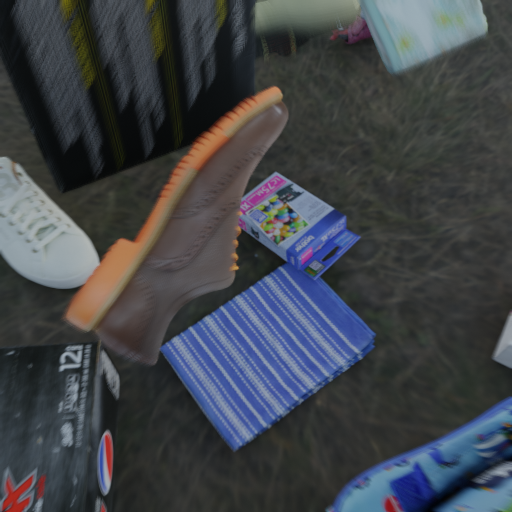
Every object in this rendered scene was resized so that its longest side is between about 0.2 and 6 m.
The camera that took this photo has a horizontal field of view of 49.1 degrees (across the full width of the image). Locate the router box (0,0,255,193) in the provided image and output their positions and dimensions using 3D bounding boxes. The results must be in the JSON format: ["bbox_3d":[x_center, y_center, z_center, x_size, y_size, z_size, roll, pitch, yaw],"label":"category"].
[{"bbox_3d":[-1.517,-2.858,6.520,3.017,4.044,1.033,-24,59,-17],"label":"router box"}]

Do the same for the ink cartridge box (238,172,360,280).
[{"bbox_3d":[0.553,-0.490,8.344,1.049,0.369,1.758,-40,59,-20],"label":"ink cartridge box"}]

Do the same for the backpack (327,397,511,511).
[{"bbox_3d":[2.271,2.640,4.579,3.501,3.834,2.580,-23,62,-12],"label":"backpack"}]

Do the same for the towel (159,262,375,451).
[{"bbox_3d":[0.176,1.192,7.525,2.428,0.290,1.758,-33,64,-18],"label":"towel"}]

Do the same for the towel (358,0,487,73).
[{"bbox_3d":[2.084,-3.427,7.316,1.417,0.399,1.656,-24,97,3],"label":"towel"}]

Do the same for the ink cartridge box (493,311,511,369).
[{"bbox_3d":[4.042,0.835,7.556,1.015,0.583,1.733,27,63,15],"label":"ink cartridge box"}]

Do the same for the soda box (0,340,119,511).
[{"bbox_3d":[-2.313,2.952,5.903,1.387,1.241,3.920,-4,59,-1],"label":"soda box"}]

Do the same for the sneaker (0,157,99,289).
[{"bbox_3d":[-3.475,-0.612,8.080,2.846,1.205,1.036,36,64,18],"label":"sneaker"}]

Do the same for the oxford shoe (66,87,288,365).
[{"bbox_3d":[-0.521,-0.298,5.577,1.096,1.072,3.006,38,91,-6],"label":"oxford shoe"}]

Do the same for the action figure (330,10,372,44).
[{"bbox_3d":[2.095,-4.317,10.708,1.441,0.965,1.073,-21,100,-2],"label":"action figure"}]

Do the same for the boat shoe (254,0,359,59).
[{"bbox_3d":[0.400,-3.476,8.524,2.342,0.734,0.857,-12,47,-1],"label":"boat shoe"}]
